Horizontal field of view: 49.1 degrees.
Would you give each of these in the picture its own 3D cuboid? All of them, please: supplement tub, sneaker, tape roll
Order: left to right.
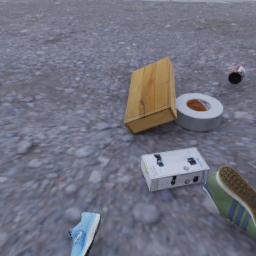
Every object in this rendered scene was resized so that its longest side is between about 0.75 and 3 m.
[{"bbox_3d":[-0.777,1.790,4.462,0.426,0.372,0.948,18,57,8],"label":"sneaker"},{"bbox_3d":[1.879,-0.450,7.580,1.292,0.427,1.292,1,37,-1],"label":"tape roll"},{"bbox_3d":[3.479,-1.716,8.890,0.446,0.446,0.833,19,36,23],"label":"supplement tub"},{"bbox_3d":[1.913,1.390,4.748,0.528,0.707,1.575,-33,79,-33],"label":"sneaker"}]

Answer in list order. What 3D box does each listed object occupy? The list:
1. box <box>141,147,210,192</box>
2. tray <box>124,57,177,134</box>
[{"bbox_3d":[0.962,0.851,5.872,1.251,0.376,0.730,-7,37,-9],"label":"box"},{"bbox_3d":[0.635,-0.985,7.637,1.224,0.459,2.481,-19,37,22],"label":"tray"}]
